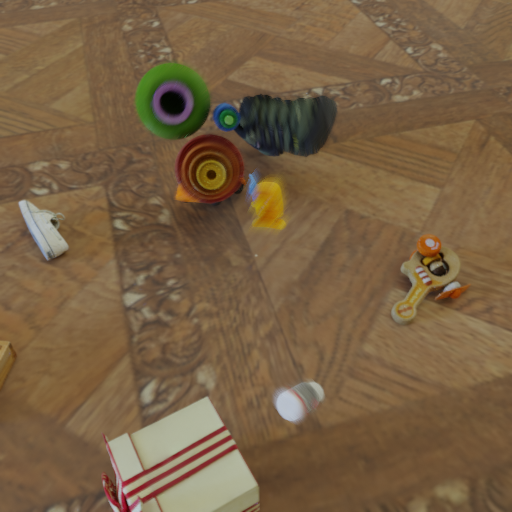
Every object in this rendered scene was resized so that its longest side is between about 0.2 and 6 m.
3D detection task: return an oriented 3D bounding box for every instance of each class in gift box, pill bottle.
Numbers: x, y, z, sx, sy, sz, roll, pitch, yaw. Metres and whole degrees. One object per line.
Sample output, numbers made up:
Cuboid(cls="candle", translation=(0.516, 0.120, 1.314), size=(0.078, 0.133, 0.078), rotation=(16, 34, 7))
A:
Cuboid(cls="gift box", translation=(-0.972, 2.722, 6.716), size=(1.544, 1.654, 1.526), rotation=(-24, 46, -19))
Cuboid(cls="pill bottle", translation=(0.564, 1.778, 6.946), size=(0.351, 0.351, 0.633), rotation=(35, 25, 29))

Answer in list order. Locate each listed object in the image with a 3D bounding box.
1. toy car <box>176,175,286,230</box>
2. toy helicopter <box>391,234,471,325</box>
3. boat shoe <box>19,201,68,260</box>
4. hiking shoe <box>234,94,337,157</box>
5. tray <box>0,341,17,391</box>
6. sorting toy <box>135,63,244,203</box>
Cuboid(cls="toy car", translation=(-0.243, -1.409, 10.304), size=(1.520, 1.031, 3.098), rotation=(-23, 28, -38))
Cuboid(cls="toy helicopter", translation=(2.939, 0.542, 9.590), size=(1.143, 0.682, 1.729), rotation=(34, 65, 17))
Cuboid(cls="boat shoe", translation=(-3.941, -0.594, 10.586), size=(0.648, 0.561, 1.520), rotation=(-27, 54, -23))
Cuboid(cls="hiking shoe", translation=(0.383, -2.625, 11.111), size=(1.430, 2.840, 1.076), rotation=(16, 81, -29))
Cuboid(cls="tray", translation=(-5.058, 1.785, 8.401), size=(2.465, 0.456, 1.216), rotation=(5, 46, 4))
Cuboid(cls="sorting toy", translation=(-0.963, -2.045, 9.340), size=(1.502, 2.499, 1.026), rotation=(-30, 19, 2))
